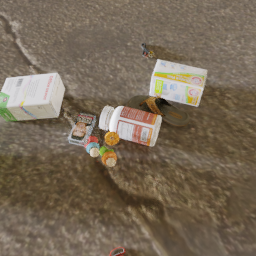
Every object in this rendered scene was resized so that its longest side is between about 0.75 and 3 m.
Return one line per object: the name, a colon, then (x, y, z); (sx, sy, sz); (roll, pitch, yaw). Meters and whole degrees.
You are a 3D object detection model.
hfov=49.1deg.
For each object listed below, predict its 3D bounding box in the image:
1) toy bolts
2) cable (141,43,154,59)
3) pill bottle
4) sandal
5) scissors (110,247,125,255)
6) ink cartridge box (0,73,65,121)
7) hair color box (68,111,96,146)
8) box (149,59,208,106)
toy bolts: (-0.876, 0.751, 10.322); (1.287, 1.229, 0.892); (18, 21, -27)
cable: (0.907, -4.007, 14.641); (0.572, 0.296, 1.177); (-29, 46, 1)
pill bottle: (0.092, -0.151, 11.237); (2.295, 1.288, 1.288); (15, 57, 10)
sandal: (1.340, -0.859, 12.045); (2.779, 0.758, 1.135); (24, 59, 16)
scissors: (-0.738, 4.268, 8.900); (1.461, 0.102, 0.534); (-18, 59, -10)
ink cartridge box: (-4.100, -1.315, 11.987); (2.426, 1.019, 1.757); (-4, 54, 10)
hair color box: (-1.882, 0.028, 11.631); (0.698, 0.428, 1.410); (12, 57, 8)
box: (2.242, -2.008, 12.528); (2.284, 1.285, 1.158); (15, 57, 9)
